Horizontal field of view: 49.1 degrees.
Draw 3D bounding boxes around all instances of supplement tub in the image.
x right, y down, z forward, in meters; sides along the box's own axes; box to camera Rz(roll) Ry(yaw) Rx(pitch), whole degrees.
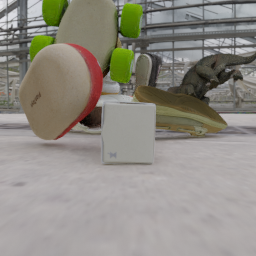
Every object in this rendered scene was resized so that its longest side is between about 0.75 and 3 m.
[{"bbox_3d":[-0.892,-0.905,8.241,1.139,1.575,1.139,14,21,-5],"label":"supplement tub"}]

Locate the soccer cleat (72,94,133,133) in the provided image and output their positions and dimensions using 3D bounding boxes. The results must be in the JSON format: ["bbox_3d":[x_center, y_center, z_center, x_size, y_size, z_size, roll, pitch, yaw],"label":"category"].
[{"bbox_3d":[-1.095,-0.351,6.553,2.784,0.965,1.080,-1,20,29],"label":"soccer cleat"}]

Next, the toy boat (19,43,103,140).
[{"bbox_3d":[-0.838,-0.529,4.095,1.051,1.050,1.609,-20,-8,-40],"label":"toy boat"}]

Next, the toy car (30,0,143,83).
[{"bbox_3d":[-0.832,-1.856,7.203,2.188,2.102,2.664,11,-10,5],"label":"toy car"}]

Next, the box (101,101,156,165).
[{"bbox_3d":[-0.036,0.011,3.338,0.524,0.640,1.348,2,5,-4],"label":"box"}]

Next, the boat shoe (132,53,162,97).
[{"bbox_3d":[0.434,-0.859,7.027,0.573,2.009,0.672,-12,34,-39],"label":"boat shoe"}]

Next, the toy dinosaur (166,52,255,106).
[{"bbox_3d":[1.704,-1.105,6.337,1.029,2.674,1.368,24,27,-27],"label":"toy dinosaur"}]

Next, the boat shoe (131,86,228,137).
[{"bbox_3d":[0.971,-0.193,5.377,2.222,0.699,0.811,8,35,-34],"label":"boat shoe"}]
